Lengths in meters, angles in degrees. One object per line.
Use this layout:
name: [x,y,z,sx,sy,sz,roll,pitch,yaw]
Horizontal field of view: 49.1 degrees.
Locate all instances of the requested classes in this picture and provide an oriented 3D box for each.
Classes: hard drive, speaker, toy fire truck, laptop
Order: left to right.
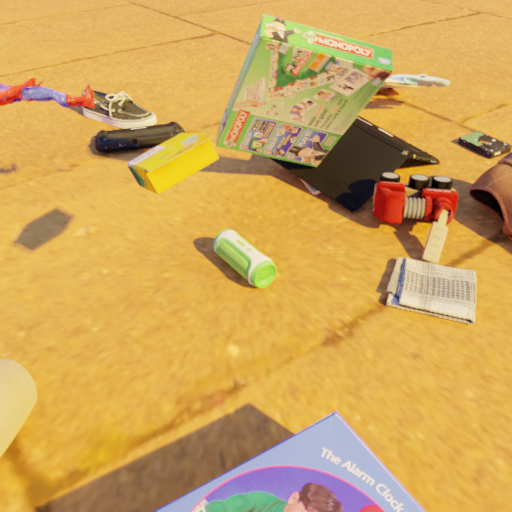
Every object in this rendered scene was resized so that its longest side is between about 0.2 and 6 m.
speaker: [-0.202,0.031,9.182,0.536,0.536,1.212,-24,43,-28]
laptop: [2.147,-2.090,12.014,2.433,1.418,2.745,39,25,29]
toy fire truck: [2.826,-0.700,9.933,1.444,1.055,1.640,6,27,7]
hard drive: [5.239,-2.550,12.863,0.680,0.184,0.974,-21,43,-26]

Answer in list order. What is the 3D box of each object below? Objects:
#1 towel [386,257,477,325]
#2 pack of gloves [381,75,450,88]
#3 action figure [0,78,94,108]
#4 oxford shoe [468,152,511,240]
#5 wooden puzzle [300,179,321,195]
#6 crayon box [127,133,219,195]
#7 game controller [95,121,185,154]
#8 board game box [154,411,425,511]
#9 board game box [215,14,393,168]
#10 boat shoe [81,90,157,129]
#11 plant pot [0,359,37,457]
towel: [2.778,0.480,8.834,1.340,0.231,1.291,11,39,15]
pack of gloves: [3.005,-4.611,14.051,3.266,0.645,2.744,-5,16,-25]
action figure: [-3.450,-2.513,8.638,1.778,0.460,0.582,-3,10,-9]
oxford shoe: [5.056,-0.494,9.629,1.234,1.235,3.462,-33,40,-1]
wooden puzzle: [1.477,-2.059,11.757,1.504,0.303,1.625,-24,52,-14]
crayon box: [-1.001,-1.121,6.699,0.857,0.343,1.350,-32,22,-12]
game controller: [-2.698,-2.776,13.073,2.087,0.440,1.089,-10,24,-13]
board game box: [0.775,3.465,4.320,2.741,0.913,4.076,-20,42,-25]
board game box: [0.655,-2.627,9.659,2.113,3.140,0.457,11,69,-13]
boat shoe: [-3.446,-3.727,13.952,2.153,0.735,0.795,21,42,25]
plant pot: [-3.278,1.843,6.245,1.469,1.469,1.569,15,24,19]
